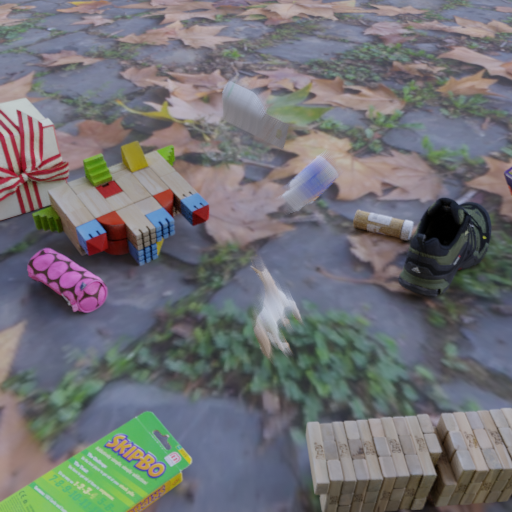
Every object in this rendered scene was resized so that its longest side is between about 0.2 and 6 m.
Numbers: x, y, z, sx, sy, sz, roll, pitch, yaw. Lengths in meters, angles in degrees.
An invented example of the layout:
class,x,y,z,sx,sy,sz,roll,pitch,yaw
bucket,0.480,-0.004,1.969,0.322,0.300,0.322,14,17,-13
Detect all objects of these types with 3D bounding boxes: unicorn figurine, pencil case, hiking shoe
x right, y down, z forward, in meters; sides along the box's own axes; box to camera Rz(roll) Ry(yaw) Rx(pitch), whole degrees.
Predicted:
class,x,y,z,sx,sy,sz,roll,pitch,yaw
unicorn figurine,0.250,0.781,8.165,0.468,0.870,1.267,-22,33,25
pencil case,-3.078,0.391,8.993,1.408,0.639,0.660,24,55,31
hiking shoe,3.361,-0.425,9.423,1.002,1.332,2.646,24,44,28

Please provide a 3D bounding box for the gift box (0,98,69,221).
class,x,y,z,sx,sy,sz,roll,pitch,yaw
gift box,-4.896,-1.949,10.881,1.905,2.064,1.927,-27,46,-24

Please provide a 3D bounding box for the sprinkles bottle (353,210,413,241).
class,x,y,z,sx,sy,sz,roll,pitch,yaw
sprinkles bottle,2.358,-0.578,10.422,1.055,0.360,0.360,15,40,20

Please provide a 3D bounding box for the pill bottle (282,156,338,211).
class,x,y,z,sx,sy,sz,roll,pitch,yaw
pill bottle,0.989,-1.323,10.442,1.007,0.564,0.564,-45,47,2

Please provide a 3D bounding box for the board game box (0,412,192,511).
class,x,y,z,sx,sy,sz,roll,pitch,yaw
board game box,-1.814,2.648,6.319,2.073,0.311,0.990,-30,47,-29

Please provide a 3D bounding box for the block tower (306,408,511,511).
class,x,y,z,sx,sy,sz,roll,pitch,yaw
block tower,1.991,2.324,6.343,2.831,0.818,0.765,-1,38,-5

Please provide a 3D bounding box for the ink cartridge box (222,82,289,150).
class,x,y,z,sx,sy,sz,roll,pitch,yaw
ink cartridge box,0.015,-2.384,9.564,1.226,0.987,0.307,25,77,3

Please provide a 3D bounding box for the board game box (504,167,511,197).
class,x,y,z,sx,sy,sz,roll,pitch,yaw
board game box,6.549,-1.280,9.918,2.610,0.895,3.157,-35,40,5

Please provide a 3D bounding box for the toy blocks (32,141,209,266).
class,x,y,z,sx,sy,sz,roll,pitch,yaw
toy blocks,-2.214,-0.739,10.024,2.898,1.448,1.981,-27,56,-27
